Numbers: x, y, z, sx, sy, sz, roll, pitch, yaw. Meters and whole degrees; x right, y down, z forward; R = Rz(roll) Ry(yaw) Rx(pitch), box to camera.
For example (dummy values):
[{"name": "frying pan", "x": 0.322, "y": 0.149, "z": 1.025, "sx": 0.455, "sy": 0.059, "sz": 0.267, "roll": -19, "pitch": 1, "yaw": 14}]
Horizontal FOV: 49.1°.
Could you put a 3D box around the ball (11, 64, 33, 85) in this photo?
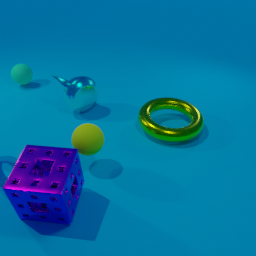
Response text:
[{"name": "ball", "x": -3.945, "y": -1.997, "z": 10.427, "sx": 0.770, "sy": 0.770, "sz": 0.770, "roll": 0, "pitch": 33, "yaw": 0}]

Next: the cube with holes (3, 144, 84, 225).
[{"name": "cube with holes", "x": -1.529, "y": 1.082, "z": 5.390, "sx": 1.036, "sy": 1.036, "sz": 1.036, "roll": 4, "pitch": 43, "yaw": 6}]

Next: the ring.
[{"name": "ring", "x": 1.216, "y": -0.282, "z": 7.980, "sx": 1.875, "sy": 0.375, "sz": 1.875, "roll": 2, "pitch": 39, "yaw": -1}]

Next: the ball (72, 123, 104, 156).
[{"name": "ball", "x": -0.907, "y": 0.262, "z": 6.361, "sx": 0.735, "sy": 0.735, "sz": 0.735, "roll": 0, "pitch": 33, "yaw": 0}]

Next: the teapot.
[{"name": "teapot", "x": -1.563, "y": -1.136, "z": 8.708, "sx": 0.900, "sy": 1.143, "sz": 1.838, "roll": 36, "pitch": 4, "yaw": 40}]
